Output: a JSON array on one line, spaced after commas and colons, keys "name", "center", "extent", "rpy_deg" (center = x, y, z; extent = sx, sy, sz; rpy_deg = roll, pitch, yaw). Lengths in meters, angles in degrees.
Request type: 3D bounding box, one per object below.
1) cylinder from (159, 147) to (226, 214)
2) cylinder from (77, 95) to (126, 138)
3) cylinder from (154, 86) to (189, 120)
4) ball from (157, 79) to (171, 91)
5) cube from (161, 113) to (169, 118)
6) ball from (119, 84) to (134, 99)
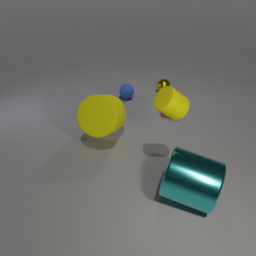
[{"name": "cylinder", "center": [1.701, 1.373, 7.476], "extent": [1.400, 1.400, 1.400], "rpy_deg": [19, 35, 12]}, {"name": "cylinder", "center": [-0.884, -0.454, 9.765], "extent": [1.400, 1.400, 1.400], "rpy_deg": [7, 8, 11]}, {"name": "cylinder", "center": [1.176, -0.665, 7.563], "extent": [0.700, 0.700, 0.700], "rpy_deg": [28, 14, -36]}, {"name": "ball", "center": [1.793, -2.095, 14.004], "extent": [0.700, 0.700, 0.700], "rpy_deg": [0, 32, 0]}, {"name": "cube", "center": [1.860, -0.875, 11.997], "extent": [0.700, 0.700, 0.700], "rpy_deg": [9, 33, 17]}, {"name": "ball", "center": [-0.061, -1.745, 13.286], "extent": [0.700, 0.700, 0.700], "rpy_deg": [0, 32, 0]}]
